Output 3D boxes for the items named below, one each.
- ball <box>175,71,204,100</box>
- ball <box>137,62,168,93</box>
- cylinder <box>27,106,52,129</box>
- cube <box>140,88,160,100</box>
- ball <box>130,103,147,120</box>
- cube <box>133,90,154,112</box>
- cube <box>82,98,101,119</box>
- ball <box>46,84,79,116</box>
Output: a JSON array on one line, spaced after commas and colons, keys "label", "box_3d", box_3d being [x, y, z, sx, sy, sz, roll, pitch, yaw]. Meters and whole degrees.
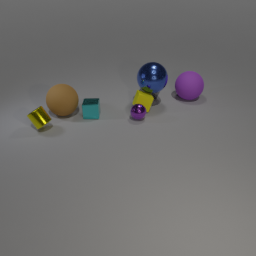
[{"label": "ball", "box_3d": [3.002, -2.078, 13.718, 1.400, 1.400, 1.400, 0, 31, 0]}, {"label": "ball", "box_3d": [1.097, -2.262, 12.626, 1.400, 1.400, 1.400, 0, 31, 0]}, {"label": "cylinder", "box_3d": [-3.555, -0.419, 11.227, 0.700, 0.700, 0.700, -32, 14, 9]}, {"label": "cube", "box_3d": [1.060, -1.818, 13.726, 0.700, 0.700, 0.700, -21, 62, -31]}, {"label": "ball", "box_3d": [0.445, -0.702, 12.035, 0.700, 0.700, 0.700, 0, 31, 0]}, {"label": "cube", "box_3d": [0.671, -1.233, 12.701, 0.700, 0.700, 0.700, 15, 21, -13]}, {"label": "cube", "box_3d": [-1.605, -0.853, 12.296, 0.700, 0.700, 0.700, -1, 30, 1]}, {"label": "ball", "box_3d": [-2.868, -1.228, 12.250, 1.400, 1.400, 1.400, 0, 31, 0]}]
